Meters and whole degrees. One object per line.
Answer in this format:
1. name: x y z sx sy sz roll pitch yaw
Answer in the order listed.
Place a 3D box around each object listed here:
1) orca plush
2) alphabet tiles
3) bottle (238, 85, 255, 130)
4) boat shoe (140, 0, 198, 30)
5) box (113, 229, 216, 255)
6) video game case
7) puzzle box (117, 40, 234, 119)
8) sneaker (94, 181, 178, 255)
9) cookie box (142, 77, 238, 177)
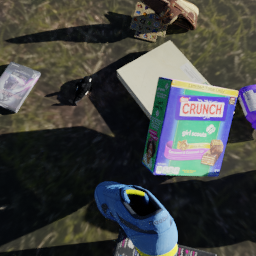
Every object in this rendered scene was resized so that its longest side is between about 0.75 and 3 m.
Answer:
1. orca plush: -1.280 -1.069 7.489 0.489 0.331 0.930 37 72 14
2. alphabet tiles: 0.676 -3.228 8.342 1.071 0.041 1.287 16 84 6
3. bottle: 3.285 -0.423 7.161 0.571 0.446 1.366 -12 68 -1
4. boat shoe: 1.186 -3.282 7.903 1.996 0.720 0.718 10 79 -33
5. box: 0.614 2.762 5.416 1.851 1.132 0.982 11 61 8
6. video game case: -3.117 -1.130 7.631 0.946 0.126 1.324 21 69 8
7. puzzle box: 1.185 -0.901 7.407 1.829 0.350 2.750 -31 71 -12
8. sneaker: 0.018 1.374 5.324 0.858 2.603 1.021 -20 110 -23
9. cookie box: 1.318 0.001 6.064 1.671 0.734 1.954 5 101 -21
